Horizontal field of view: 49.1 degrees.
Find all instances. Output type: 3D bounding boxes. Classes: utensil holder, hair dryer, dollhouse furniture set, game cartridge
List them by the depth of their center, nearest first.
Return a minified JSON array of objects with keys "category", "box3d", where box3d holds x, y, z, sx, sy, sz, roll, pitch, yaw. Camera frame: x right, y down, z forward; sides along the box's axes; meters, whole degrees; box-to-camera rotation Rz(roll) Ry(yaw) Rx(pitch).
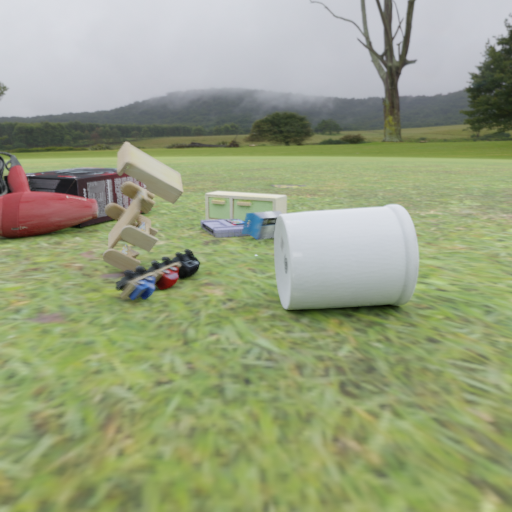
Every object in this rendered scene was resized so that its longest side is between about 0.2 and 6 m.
[{"category":"utensil holder","box3d":[1.141,0.044,7.530,1.630,1.385,1.385,-4,13,-8]},{"category":"dollhouse furniture set","box3d":[-2.152,-0.871,9.408,1.071,1.646,1.512,29,25,-29]},{"category":"hair dryer","box3d":[-5.478,-1.549,13.019,3.706,1.007,2.823,20,44,-1]},{"category":"game cartridge","box3d":[-0.698,-0.678,13.207,0.931,0.276,1.437,-9,15,-18]}]

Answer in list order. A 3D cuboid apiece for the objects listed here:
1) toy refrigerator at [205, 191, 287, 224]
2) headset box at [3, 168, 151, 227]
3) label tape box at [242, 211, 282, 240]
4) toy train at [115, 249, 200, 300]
[{"category":"toy refrigerator","box3d":[-0.288,-1.181,14.200,2.027,0.769,0.709,7,15,27]},{"category":"headset box","box3d":[-4.656,-1.708,15.351,2.483,1.289,3.337,6,16,25]},{"category":"label tape box","box3d":[0.149,-0.660,12.251,0.815,0.588,0.258,-7,41,-26]},{"category":"toy train","box3d":[-1.429,0.297,8.536,0.467,0.348,2.040,46,24,9]}]
